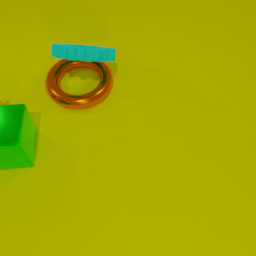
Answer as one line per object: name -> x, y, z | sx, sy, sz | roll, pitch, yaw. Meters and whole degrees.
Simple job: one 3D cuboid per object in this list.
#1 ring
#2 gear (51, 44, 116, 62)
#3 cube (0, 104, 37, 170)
ring -> -1.434, -1.406, 8.277 | 2.013, 0.403, 2.013 | 0, 57, 0
gear -> -1.164, -2.018, 7.469 | 1.671, 0.309, 1.671 | 4, 18, -1
cube -> -2.960, 0.238, 6.761 | 1.155, 1.155, 1.155 | -5, 57, -3
